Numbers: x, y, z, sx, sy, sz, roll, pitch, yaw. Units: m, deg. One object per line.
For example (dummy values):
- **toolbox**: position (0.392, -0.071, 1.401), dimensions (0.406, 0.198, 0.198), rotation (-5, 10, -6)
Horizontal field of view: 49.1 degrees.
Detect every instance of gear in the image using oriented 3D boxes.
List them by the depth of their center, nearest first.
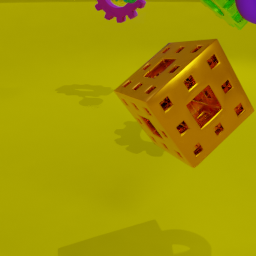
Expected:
- **gear**: position (1.978, -3.141, 6.548), dimensions (2.094, 0.387, 2.094), rotation (35, 22, -16)
- **gear**: position (-0.316, -4.616, 9.440), dimensions (1.956, 1.956, 0.362), rotation (10, 32, 19)

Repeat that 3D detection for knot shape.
- **knot shape**: position (1.539, -1.956, 3.061), dimensions (1.556, 1.663, 0.768), rotation (-22, 29, -30)

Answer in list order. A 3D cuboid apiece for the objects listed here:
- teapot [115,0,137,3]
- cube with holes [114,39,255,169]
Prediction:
- **teapot**: position (-0.002, -4.054, 8.431), dimensions (0.723, 0.569, 1.163), rotation (21, 0, -38)
- **cube with holes**: position (0.633, -0.335, 3.384), dimensions (0.988, 0.988, 0.988), rotation (-42, 25, -7)
